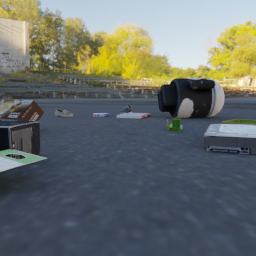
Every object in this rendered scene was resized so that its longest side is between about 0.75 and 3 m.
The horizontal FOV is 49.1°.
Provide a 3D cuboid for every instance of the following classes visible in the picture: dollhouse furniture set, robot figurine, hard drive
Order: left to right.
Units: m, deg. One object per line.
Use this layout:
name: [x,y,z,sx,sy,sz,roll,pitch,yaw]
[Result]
dollhouse furniture set: [1.486,-0.138,8.877,0.510,0.394,1.021,2,8,9]
robot figurine: [2.909,-1.409,12.912,2.970,1.853,2.232,-1,17,-8]
hard drive: [2.518,0.201,6.344,1.439,0.390,2.060,2,9,21]

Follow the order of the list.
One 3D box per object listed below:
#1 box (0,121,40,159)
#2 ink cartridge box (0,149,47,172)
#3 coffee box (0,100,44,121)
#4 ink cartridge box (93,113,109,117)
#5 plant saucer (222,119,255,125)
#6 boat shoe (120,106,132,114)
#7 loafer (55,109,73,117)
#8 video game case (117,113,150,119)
box: [-2.295,0.225,4.953,1.094,0.678,1.075,1,7,7]
ink cartridge box: [-1.867,0.590,3.514,0.996,0.328,1.368,6,10,39]
coffee box: [-3.462,-0.387,8.607,1.484,0.592,0.849,5,52,31]
ink cartridge box: [-1.290,-0.637,13.624,0.782,0.164,0.467,-3,8,-2]
plant saucer: [3.725,-0.059,8.662,1.214,0.291,1.216,7,10,44]
boat shoe: [-0.109,-0.984,15.208,0.503,0.434,1.384,2,8,14]
loafer: [-3.114,-0.727,13.490,1.168,0.367,0.420,5,9,36]
video game case: [0.297,-0.600,13.401,1.172,0.143,1.639,3,8,20]
